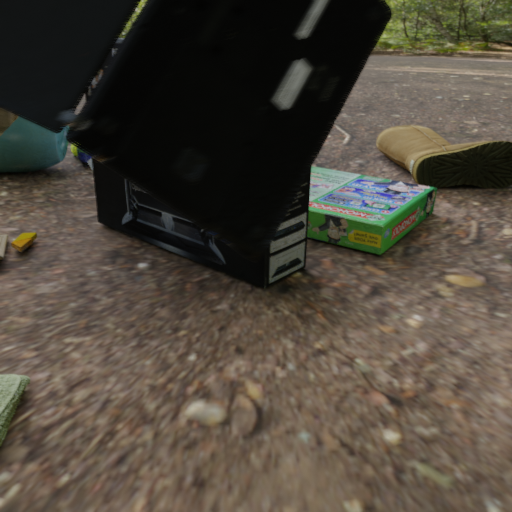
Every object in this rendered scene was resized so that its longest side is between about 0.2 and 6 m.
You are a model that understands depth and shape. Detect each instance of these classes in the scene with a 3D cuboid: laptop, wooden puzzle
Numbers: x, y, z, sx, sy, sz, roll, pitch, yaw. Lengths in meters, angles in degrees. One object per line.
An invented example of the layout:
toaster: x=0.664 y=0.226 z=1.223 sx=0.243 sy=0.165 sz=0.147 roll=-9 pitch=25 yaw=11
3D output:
laptop: x=-0.962 y=-2.358 z=5.812 sx=3.790 sy=3.359 sz=1.957 roll=33 pitch=-8 yaw=-36
wooden puzzle: x=-4.660 y=-0.059 z=9.163 sx=1.899 sy=0.222 sz=1.281 roll=-4 pitch=20 yaw=-10

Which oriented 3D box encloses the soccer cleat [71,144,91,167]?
soccer cleat: x=-4.497 y=-2.881 z=14.694 sx=0.590 sy=0.763 sz=1.824 roll=-11 pitch=27 yaw=-23

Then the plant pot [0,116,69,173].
plant pot: x=-5.632 y=-3.139 z=13.491 sx=1.975 sy=2.461 sz=2.461 roll=5 pitch=23 yaw=-9

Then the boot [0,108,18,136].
boot: x=-3.531 y=-2.890 z=8.342 sx=0.933 sy=2.588 sz=2.002 roll=42 pitch=58 yaw=-6

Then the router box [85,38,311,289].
router box: x=-1.068 y=-1.681 z=8.982 sx=4.149 sy=3.262 sz=1.084 roll=20 pitch=30 yaw=36

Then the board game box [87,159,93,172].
board game box: x=-2.016 y=-2.888 z=13.135 sx=2.891 sy=0.596 sz=2.898 roll=-25 pitch=4 yaw=41

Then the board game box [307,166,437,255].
board game box: x=1.172 y=-1.119 z=11.027 sx=3.914 sy=0.570 sz=2.634 roll=16 pitch=29 yaw=32

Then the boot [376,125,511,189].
boot: x=4.704 y=-2.611 z=13.781 sx=2.824 sy=1.067 sz=3.225 roll=-1 pitch=23 yaw=-2

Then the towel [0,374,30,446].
towel: x=-2.914 y=1.595 z=5.395 sx=1.090 sy=0.268 sz=1.469 roll=-2 pitch=24 yaw=-3
